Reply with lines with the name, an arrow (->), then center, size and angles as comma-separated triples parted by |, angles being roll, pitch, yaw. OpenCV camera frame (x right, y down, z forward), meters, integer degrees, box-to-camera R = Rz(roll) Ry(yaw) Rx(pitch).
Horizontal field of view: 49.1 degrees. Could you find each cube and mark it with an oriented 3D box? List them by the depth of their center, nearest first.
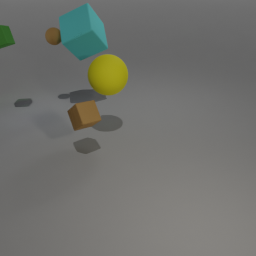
cube -> -1.392, -0.397, 8.909 | 0.700, 0.700, 0.700 | -16, -7, -38
cube -> -4.893, -3.476, 10.726 | 0.700, 0.700, 0.700 | -15, 15, 6
cube -> -1.828, -3.913, 11.553 | 1.400, 1.400, 1.400 | -18, 67, 17

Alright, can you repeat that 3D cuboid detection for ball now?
ball -> -0.693, -1.830, 9.702 | 1.400, 1.400, 1.400 | 0, 28, 0
ball -> -3.063, -3.788, 11.575 | 0.700, 0.700, 0.700 | 0, 28, 0
